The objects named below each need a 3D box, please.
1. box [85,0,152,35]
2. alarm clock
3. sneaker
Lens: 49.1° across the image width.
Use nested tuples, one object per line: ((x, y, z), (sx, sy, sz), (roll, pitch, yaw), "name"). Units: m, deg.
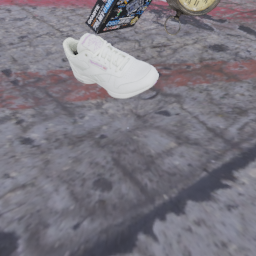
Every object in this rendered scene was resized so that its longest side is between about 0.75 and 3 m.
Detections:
((0.106, -3.779, 7.876), (0.568, 2.269, 2.287), (48, 39, 3), "box")
((1.961, -4.418, 9.041), (2.000, 2.965, 0.987), (22, 9, -28), "alarm clock")
((-0.423, -1.175, 5.191), (2.061, 1.027, 0.772), (19, 63, 30), "sneaker")
